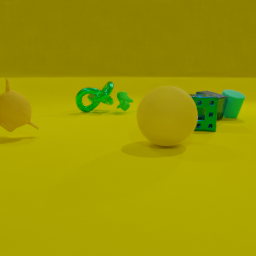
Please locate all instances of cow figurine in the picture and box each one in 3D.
[{"bbox_3d":[-0.192,-1.012,10.310,0.878,0.490,0.892,3,48,-57],"label":"cow figurine"}]

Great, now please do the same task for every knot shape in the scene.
[{"bbox_3d":[-1.231,-1.118,10.407,1.473,0.727,1.574,-18,-9,-18],"label":"knot shape"}]

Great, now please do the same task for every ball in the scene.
[{"bbox_3d":[0.776,-0.239,5.629,1.209,1.209,1.209,0,11,0],"label":"ball"}]

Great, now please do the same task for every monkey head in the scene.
[{"bbox_3d":[-2.629,-0.411,6.348,0.798,1.324,0.953,-34,19,-21],"label":"monkey head"}]

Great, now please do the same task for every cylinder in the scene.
[{"bbox_3d":[3.385,-0.800,9.250,0.723,0.723,0.723,8,29,-4],"label":"cylinder"}]

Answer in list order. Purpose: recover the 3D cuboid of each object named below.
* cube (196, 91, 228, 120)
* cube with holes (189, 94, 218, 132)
[{"bbox_3d":[2.561,-0.702,8.808,0.761,0.761,0.761,25,24,37],"label":"cube"},{"bbox_3d":[1.879,-0.433,7.488,0.883,0.883,0.883,2,11,12],"label":"cube with holes"}]
